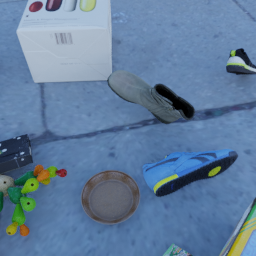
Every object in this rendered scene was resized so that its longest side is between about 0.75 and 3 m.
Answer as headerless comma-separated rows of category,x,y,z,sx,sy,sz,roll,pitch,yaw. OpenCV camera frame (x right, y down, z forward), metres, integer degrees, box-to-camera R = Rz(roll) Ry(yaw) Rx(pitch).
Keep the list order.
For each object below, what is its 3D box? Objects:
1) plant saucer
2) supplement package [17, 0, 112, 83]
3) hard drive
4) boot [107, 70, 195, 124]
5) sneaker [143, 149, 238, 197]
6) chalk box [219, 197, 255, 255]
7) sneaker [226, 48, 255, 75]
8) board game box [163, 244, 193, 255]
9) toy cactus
plant saucer,-0.402,1.633,6.585,1.382,0.253,1.382,-1,50,1
supplement package,-1.906,-3.239,9.542,2.665,2.050,2.787,-2,51,-2
hard drive,-3.314,0.766,7.010,1.738,0.329,1.214,-17,29,-16
boot,0.600,-0.951,7.350,2.348,1.534,0.795,32,80,-5
sneaker,1.531,0.839,6.908,2.431,0.801,0.953,-17,48,-14
chalk box,2.189,2.835,4.647,1.646,1.655,2.659,31,57,24
sneaker,3.685,-2.117,8.887,0.688,0.794,1.918,6,8,35
board game box,0.784,2.690,5.343,0.899,0.131,0.605,-42,18,-21
toy cactus,-2.554,1.492,6.413,1.729,1.071,2.095,16,51,37
